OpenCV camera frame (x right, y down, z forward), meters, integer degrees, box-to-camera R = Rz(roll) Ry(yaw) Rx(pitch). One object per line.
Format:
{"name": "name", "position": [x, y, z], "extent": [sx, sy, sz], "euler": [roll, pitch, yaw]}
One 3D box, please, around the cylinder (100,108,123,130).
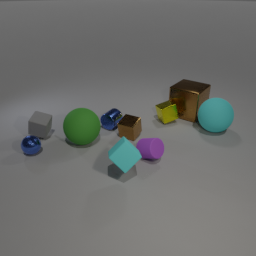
{"name": "cylinder", "position": [-0.687, -0.386, 11.766], "extent": [0.700, 0.700, 0.700], "euler": [15, 33, 26]}

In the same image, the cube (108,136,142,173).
{"name": "cube", "position": [-0.109, 0.792, 8.438], "extent": [0.700, 0.700, 0.700], "euler": [-45, 11, 4]}

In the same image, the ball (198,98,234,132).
{"name": "ball", "position": [3.549, -0.523, 11.342], "extent": [1.400, 1.400, 1.400], "euler": [0, 28, 0]}

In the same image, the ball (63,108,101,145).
{"name": "ball", "position": [-1.735, -0.063, 10.559], "extent": [1.400, 1.400, 1.400], "euler": [0, 28, 0]}

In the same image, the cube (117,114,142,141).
{"name": "cube", "position": [0.075, -0.028, 11.097], "extent": [0.700, 0.700, 0.700], "euler": [15, 44, 25]}

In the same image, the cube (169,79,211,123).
{"name": "cube", "position": [2.787, -1.281, 12.805], "extent": [1.400, 1.400, 1.400], "euler": [19, 34, 31]}

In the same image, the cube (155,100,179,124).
{"name": "cube", "position": [1.702, -0.711, 12.283], "extent": [0.700, 0.700, 0.700], "euler": [-21, 25, -11]}

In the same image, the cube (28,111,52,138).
{"name": "cube", "position": [-3.423, -0.134, 10.938], "extent": [0.700, 0.700, 0.700], "euler": [15, 39, -3]}

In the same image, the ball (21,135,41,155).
{"name": "ball", "position": [-3.475, 0.610, 10.041], "extent": [0.700, 0.700, 0.700], "euler": [0, 28, 0]}

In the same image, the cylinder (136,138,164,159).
{"name": "cylinder", "position": [0.759, 0.693, 9.586], "extent": [0.700, 0.700, 0.700], "euler": [-26, 14, -39]}
